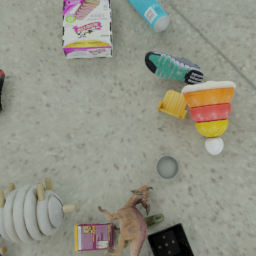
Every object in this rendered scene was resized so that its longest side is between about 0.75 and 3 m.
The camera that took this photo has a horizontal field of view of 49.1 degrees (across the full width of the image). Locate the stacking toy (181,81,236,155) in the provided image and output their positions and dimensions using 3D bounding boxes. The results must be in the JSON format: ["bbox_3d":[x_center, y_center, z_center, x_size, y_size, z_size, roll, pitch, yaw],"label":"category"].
[{"bbox_3d":[3.055,-0.339,10.403,1.948,1.948,2.666,-5,92,-2],"label":"stacking toy"}]

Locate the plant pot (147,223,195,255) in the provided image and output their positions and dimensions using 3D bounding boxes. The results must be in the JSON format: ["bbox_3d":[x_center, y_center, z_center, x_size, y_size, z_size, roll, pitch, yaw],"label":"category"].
[{"bbox_3d":[1.337,3.872,9.150,1.198,1.065,1.201,-19,73,-5],"label":"plant pot"}]

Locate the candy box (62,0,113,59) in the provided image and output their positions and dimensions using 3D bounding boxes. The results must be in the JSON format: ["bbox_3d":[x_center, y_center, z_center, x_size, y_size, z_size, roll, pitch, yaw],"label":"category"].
[{"bbox_3d":[-1.685,-4.448,11.821,2.017,0.902,2.957,-3,73,-2],"label":"candy box"}]

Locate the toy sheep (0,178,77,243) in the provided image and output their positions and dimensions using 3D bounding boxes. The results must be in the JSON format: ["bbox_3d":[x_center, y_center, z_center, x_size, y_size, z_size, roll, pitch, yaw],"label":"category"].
[{"bbox_3d":[-3.103,2.706,9.085,2.905,2.003,2.003,-9,73,8],"label":"toy sheep"}]

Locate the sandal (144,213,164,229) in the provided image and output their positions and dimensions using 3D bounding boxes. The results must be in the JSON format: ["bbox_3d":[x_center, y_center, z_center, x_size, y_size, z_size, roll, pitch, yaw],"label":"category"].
[{"bbox_3d":[0.824,3.230,9.764,0.932,0.266,0.370,-25,74,-7],"label":"sandal"}]

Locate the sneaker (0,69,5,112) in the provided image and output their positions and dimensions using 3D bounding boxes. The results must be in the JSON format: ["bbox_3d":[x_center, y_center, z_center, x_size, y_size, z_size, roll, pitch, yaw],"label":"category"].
[{"bbox_3d":[-5.267,-1.165,10.840,1.153,0.834,2.361,22,76,7],"label":"sneaker"}]

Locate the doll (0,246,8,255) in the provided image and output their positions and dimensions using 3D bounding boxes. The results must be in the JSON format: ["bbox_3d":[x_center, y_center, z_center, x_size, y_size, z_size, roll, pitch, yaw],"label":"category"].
[{"bbox_3d":[-4.890,4.425,9.301,1.791,0.434,1.222,-18,82,1],"label":"doll"}]

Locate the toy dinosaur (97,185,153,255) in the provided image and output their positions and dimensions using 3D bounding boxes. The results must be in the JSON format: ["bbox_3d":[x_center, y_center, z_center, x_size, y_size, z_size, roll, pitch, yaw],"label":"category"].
[{"bbox_3d":[0.197,3.054,9.017,1.825,1.156,2.693,-29,49,13],"label":"toy dinosaur"}]

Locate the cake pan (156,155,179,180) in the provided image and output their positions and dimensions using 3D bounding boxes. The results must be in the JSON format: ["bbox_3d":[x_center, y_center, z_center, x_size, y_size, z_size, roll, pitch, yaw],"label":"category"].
[{"bbox_3d":[1.420,1.437,10.150,0.895,0.164,0.895,2,80,-13],"label":"cake pan"}]

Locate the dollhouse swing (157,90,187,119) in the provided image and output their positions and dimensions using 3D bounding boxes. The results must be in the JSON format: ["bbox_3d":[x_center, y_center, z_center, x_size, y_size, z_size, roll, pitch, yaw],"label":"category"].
[{"bbox_3d":[1.797,-0.958,10.773,1.089,0.989,0.957,23,94,7],"label":"dollhouse swing"}]

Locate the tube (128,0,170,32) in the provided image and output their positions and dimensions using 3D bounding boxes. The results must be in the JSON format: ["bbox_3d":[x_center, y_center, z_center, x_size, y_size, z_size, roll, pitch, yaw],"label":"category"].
[{"bbox_3d":[0.712,-5.414,12.079,1.161,0.755,2.998,-34,66,9],"label":"tube"}]

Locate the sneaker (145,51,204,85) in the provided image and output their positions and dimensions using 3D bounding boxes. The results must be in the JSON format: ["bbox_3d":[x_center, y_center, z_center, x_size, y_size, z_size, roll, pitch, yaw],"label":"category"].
[{"bbox_3d":[1.780,-2.473,11.102,2.437,0.907,1.067,21,38,-11],"label":"sneaker"}]

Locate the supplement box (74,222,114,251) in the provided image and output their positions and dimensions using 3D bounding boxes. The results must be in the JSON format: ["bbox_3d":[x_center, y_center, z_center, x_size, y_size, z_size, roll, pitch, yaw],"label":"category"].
[{"bbox_3d":[-1.131,3.638,9.426,1.257,0.649,0.823,-3,75,-1],"label":"supplement box"}]
